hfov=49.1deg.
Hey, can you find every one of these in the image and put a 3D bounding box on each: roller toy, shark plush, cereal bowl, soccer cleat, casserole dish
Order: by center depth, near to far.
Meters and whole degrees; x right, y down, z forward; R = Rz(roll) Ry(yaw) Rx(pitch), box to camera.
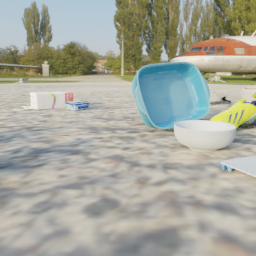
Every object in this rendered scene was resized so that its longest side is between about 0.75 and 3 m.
[{"bbox_3d":[1.472,0.169,5.428,1.157,0.482,1.157,-1,11,0],"label":"cereal bowl"},{"bbox_3d":[2.797,-0.367,7.282,1.965,0.822,0.635,-8,14,-35],"label":"soccer cleat"},{"bbox_3d":[1.127,-0.845,7.352,2.732,1.655,0.530,-15,-4,-38],"label":"casserole dish"},{"bbox_3d":[5.621,-1.386,12.393,1.252,0.875,1.142,-22,20,-38],"label":"roller toy"},{"bbox_3d":[3.919,-1.410,13.321,1.904,0.865,0.793,-6,-19,-7],"label":"shark plush"}]

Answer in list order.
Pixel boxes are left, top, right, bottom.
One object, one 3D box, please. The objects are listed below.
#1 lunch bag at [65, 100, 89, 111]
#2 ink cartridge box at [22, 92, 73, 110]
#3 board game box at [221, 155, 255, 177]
[{"bbox_3d":[-2.027,-0.905,11.335,0.695,0.357,0.865,14,19,42],"label":"lunch bag"},{"bbox_3d":[-3.462,-1.199,12.009,1.953,0.659,1.138,-7,13,-31],"label":"ink cartridge box"},{"bbox_3d":[2.069,0.616,4.047,1.017,0.132,1.017,-5,11,-24],"label":"board game box"}]
